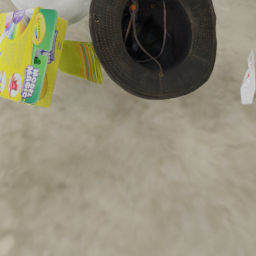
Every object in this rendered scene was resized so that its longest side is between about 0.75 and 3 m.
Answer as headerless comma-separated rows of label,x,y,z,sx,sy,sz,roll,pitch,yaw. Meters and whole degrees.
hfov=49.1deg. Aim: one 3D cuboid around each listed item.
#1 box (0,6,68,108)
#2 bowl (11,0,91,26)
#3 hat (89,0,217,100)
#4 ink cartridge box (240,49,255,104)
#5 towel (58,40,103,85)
box,-1.992,-1.271,5.048,2.617,0.633,1.535,17,95,44
bowl,-1.820,-3.489,6.090,2.500,2.500,1.123,5,21,4
hat,0.353,-1.521,4.716,2.377,0.959,2.377,0,91,-26
ink cartridge box,2.510,-1.093,5.898,0.226,0.956,0.766,0,31,32
towel,-1.159,-1.476,6.084,0.170,0.811,1.883,-24,30,-31
